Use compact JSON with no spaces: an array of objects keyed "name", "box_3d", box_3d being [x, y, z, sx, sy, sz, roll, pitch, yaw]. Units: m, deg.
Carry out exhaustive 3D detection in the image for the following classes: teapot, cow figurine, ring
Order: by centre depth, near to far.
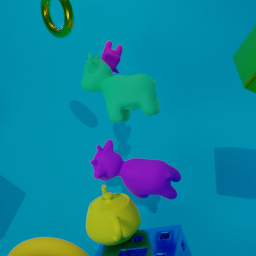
[{"name":"cow figurine","box_3d":[0.092,0.696,4.541,1.268,1.247,0.696,-6,54,42]},{"name":"teapot","box_3d":[-0.282,1.440,4.767,0.941,1.513,0.741,-13,103,-10]},{"name":"ring","box_3d":[-1.365,2.622,4.978,1.676,0.335,1.676,1,115,3]},{"name":"cow figurine","box_3d":[-0.158,-0.809,5.250,1.430,0.785,1.408,-13,92,22]},{"name":"ring","box_3d":[-1.563,-2.509,6.146,0.210,1.050,1.050,-30,71,-41]},{"name":"cow figurine","box_3d":[-0.408,-1.474,6.218,0.491,0.895,0.880,18,69,-13]}]

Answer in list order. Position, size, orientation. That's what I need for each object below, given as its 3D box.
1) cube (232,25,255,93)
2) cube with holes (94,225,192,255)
[{"name":"cube","box_3d":[2.875,-1.294,5.167,1.190,1.190,1.190,19,42,-11]},{"name":"cube with holes","box_3d":[0.268,2.578,4.276,1.397,1.397,1.397,-16,104,22]}]
